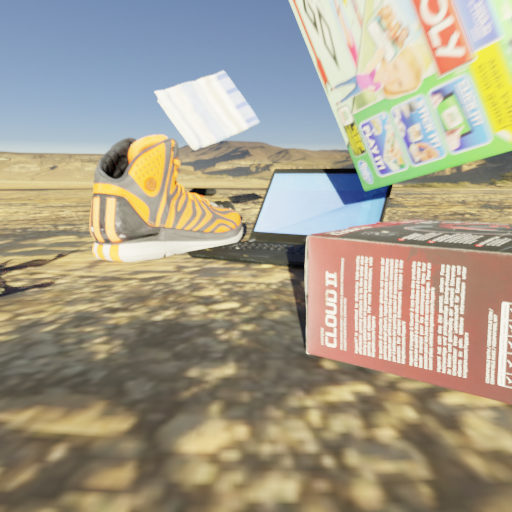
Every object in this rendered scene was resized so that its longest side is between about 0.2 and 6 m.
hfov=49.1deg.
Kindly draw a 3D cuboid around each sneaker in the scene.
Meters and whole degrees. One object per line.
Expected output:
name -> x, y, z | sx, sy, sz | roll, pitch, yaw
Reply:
sneaker -> -1.212, -0.967, 8.737 | 1.230, 1.776, 3.171 | 5, 10, 29

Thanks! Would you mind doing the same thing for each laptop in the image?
laptop -> 0.605, -0.664, 8.368 | 2.242, 1.306, 2.529 | 5, 10, 32

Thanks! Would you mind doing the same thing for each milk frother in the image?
milk frother -> -1.170, -0.824, 11.923 | 1.014, 0.973, 1.078 | -7, -32, -42

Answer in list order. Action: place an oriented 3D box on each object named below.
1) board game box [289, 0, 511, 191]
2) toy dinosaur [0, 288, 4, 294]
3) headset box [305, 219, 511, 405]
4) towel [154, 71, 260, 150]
board game box -> 1.355, -2.608, 5.705 | 0.527, 3.623, 2.438 | -27, 7, -25
toy dinosaur -> -3.197, 0.227, 5.380 | 1.888, 0.448, 0.832 | 0, 23, 1
headset box -> 1.525, 0.244, 3.716 | 2.270, 0.851, 1.687 | 7, 11, 39
towel -> -0.917, -2.917, 11.076 | 1.896, 1.392, 0.226 | -32, -4, -38
